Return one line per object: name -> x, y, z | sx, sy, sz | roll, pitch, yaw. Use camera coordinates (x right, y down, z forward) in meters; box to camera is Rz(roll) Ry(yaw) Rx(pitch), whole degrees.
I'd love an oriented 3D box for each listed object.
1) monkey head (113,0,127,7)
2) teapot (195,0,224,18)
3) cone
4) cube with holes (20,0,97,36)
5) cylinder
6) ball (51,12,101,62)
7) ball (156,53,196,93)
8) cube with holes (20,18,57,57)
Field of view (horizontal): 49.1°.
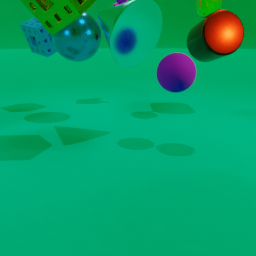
monkey head -> 0.060, -3.962, 9.924 | 1.255, 1.745, 1.052 | -32, 36, -5
teapot -> 2.255, -3.532, 7.598 | 0.733, 0.931, 1.497 | -5, -9, 1
cone -> -0.267, -2.352, 6.283 | 1.476, 1.476, 1.481 | -16, 44, -42
cube with holes -> -1.150, -2.572, 4.870 | 1.148, 1.148, 1.148 | -2, 47, 51
cylinder -> 2.803, -2.942, 9.154 | 1.371, 1.371, 1.371 | -3, 4, -9
ball -> -1.444, -2.569, 7.873 | 1.381, 1.381, 1.381 | 0, 17, 0
ball -> 1.020, -1.167, 5.934 | 0.832, 0.832, 0.832 | 0, 17, 0
cube with holes -> -2.697, -3.054, 9.173 | 0.967, 0.967, 0.967 | 24, 53, 36
